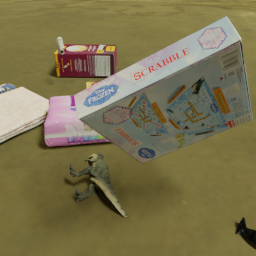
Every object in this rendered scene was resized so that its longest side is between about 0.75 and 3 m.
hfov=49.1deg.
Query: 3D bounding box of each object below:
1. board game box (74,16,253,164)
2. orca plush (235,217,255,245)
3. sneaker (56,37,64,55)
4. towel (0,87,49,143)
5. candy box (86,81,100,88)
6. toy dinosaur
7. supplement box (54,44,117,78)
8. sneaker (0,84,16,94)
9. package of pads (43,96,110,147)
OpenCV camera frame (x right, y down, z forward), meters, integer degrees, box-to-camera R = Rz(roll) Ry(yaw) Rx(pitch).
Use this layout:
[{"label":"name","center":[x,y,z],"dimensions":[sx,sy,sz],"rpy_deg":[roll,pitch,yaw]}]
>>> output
[{"label":"board game box","center":[0.789,-0.340,4.867],"dimensions":[2.459,2.465,0.507],"rpy_deg":[-24,58,15]},{"label":"orca plush","center":[2.934,2.216,5.667],"dimensions":[0.712,0.481,1.353],"rpy_deg":[-23,39,-32]},{"label":"sneaker","center":[-2.744,-3.369,11.503],"dimensions":[0.284,0.757,0.307],"rpy_deg":[-28,55,-26]},{"label":"towel","center":[-4.299,-0.509,9.978],"dimensions":[2.743,0.463,2.872],"rpy_deg":[25,40,33]},{"label":"candy box","center":[-1.175,-1.357,11.291],"dimensions":[0.971,0.470,1.665],"rpy_deg":[-5,31,-6]},{"label":"toy dinosaur","center":[-0.866,1.316,7.067],"dimensions":[1.069,0.576,2.425],"rpy_deg":[-5,36,-21]},{"label":"supplement box","center":[-1.972,-3.285,13.616],"dimensions":[2.792,1.196,1.541],"rpy_deg":[1,33,1]},{"label":"sneaker","center":[-5.270,-1.434,11.491],"dimensions":[1.303,0.491,0.574],"rpy_deg":[-12,42,-3]},{"label":"package of pads","center":[-1.169,-0.332,9.071],"dimensions":[2.925,1.107,1.763],"rpy_deg":[-5,35,-7]}]
